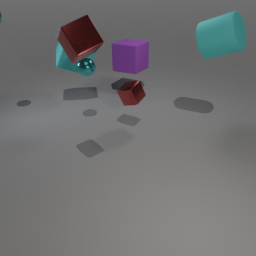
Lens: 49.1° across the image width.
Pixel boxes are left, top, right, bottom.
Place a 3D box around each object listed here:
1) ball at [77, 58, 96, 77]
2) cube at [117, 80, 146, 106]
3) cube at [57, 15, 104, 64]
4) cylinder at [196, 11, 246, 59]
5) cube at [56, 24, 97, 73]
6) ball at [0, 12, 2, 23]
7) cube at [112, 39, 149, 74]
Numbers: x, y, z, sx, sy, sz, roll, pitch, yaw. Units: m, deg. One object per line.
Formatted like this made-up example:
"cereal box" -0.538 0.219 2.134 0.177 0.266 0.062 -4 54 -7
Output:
"ball" -1.569 -2.289 10.545 0.700 0.700 0.700 0 29 0
"cube" 0.139 -1.344 10.823 0.700 0.700 0.700 2 39 41
"cube" -1.091 -1.988 6.345 0.700 0.700 0.700 -34 9 -19
"cylinder" 3.445 -3.397 10.356 1.400 1.400 1.400 -5 21 40
"cube" -2.341 -3.477 12.509 1.400 1.400 1.400 11 46 -25
"ball" -4.814 -3.930 9.835 0.700 0.700 0.700 0 29 0
"cube" 0.137 -3.657 14.221 1.400 1.400 1.400 14 31 26
